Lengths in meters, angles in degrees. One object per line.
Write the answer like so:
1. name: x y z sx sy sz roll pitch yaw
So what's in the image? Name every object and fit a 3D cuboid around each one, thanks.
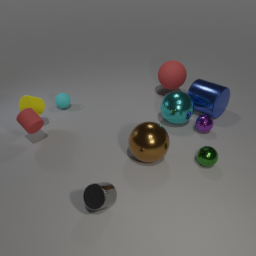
1. cylinder: -0.764 1.865 7.731 0.700 0.700 0.700 17 1 25
2. ball: 0.713 0.475 9.515 1.400 1.400 1.400 0 32 0
3. ball: 2.168 -2.600 13.747 1.400 1.400 1.400 0 32 0
4. ball: 2.042 -0.850 11.623 1.400 1.400 1.400 0 32 0
5. cylinder: -3.726 -0.871 10.877 0.700 0.700 0.700 20 6 29
6. cylinder: -3.544 -0.256 10.165 0.700 0.700 0.700 44 47 14
7. cylinder: 3.529 -1.317 12.365 1.400 1.400 1.400 28 41 36
8. ball: 2.665 0.951 9.397 0.700 0.700 0.700 0 32 0
9. ball: -2.990 -1.261 12.876 0.700 0.700 0.700 0 32 0
10. ball: 3.050 -0.180 11.162 0.700 0.700 0.700 0 32 0
